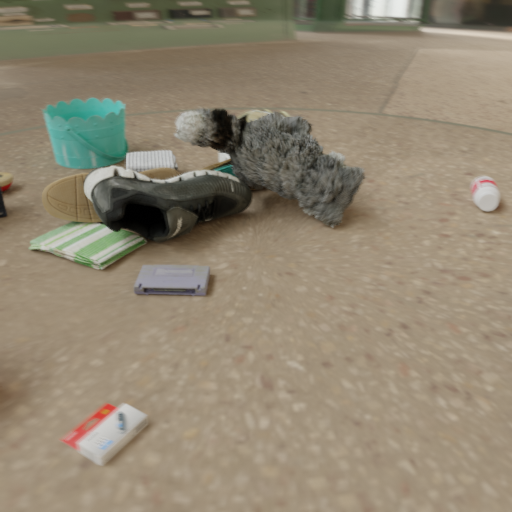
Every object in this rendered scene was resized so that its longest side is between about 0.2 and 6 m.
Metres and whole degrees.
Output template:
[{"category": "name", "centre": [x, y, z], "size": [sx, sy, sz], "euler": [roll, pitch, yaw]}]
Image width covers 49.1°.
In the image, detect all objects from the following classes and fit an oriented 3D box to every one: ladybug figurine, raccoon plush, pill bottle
[{"category": "ladybug figurine", "centre": [-5.945, -1.606, 12.649], "size": [0.685, 0.363, 1.010], "euler": [20, 34, 32]}, {"category": "raccoon plush", "centre": [0.346, -1.605, 10.969], "size": [3.557, 1.721, 2.384], "euler": [-7, 37, -33]}, {"category": "pill bottle", "centre": [4.889, -1.308, 11.941], "size": [0.515, 0.515, 0.918], "euler": [7, 29, 12]}]

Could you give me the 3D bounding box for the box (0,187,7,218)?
[{"category": "box", "centre": [-5.752, -1.245, 11.172], "size": [1.150, 1.130, 0.713], "euler": [-22, 35, -35]}]

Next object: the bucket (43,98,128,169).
[{"category": "bucket", "centre": [-4.349, -3.194, 14.528], "size": [2.118, 1.378, 2.118], "euler": [0, 29, 0]}]

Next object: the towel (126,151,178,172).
[{"category": "towel", "centre": [-2.460, -2.030, 13.221], "size": [1.177, 0.608, 1.421], "euler": [-5, 27, -11]}]

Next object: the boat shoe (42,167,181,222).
[{"category": "boat shoe", "centre": [-2.885, -1.233, 11.406], "size": [2.764, 0.994, 0.896], "euler": [-14, 3, -20]}]

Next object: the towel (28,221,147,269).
[{"category": "towel", "centre": [-3.091, -0.243, 10.329], "size": [1.772, 0.207, 1.352], "euler": [13, 29, 26]}]

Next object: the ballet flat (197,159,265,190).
[{"category": "ballet flat", "centre": [-0.487, -1.838, 12.651], "size": [2.895, 0.982, 1.047], "euler": [-27, 23, -32]}]

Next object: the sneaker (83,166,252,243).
[{"category": "sneaker", "centre": [-1.495, -0.867, 10.586], "size": [3.286, 1.092, 1.487], "euler": [0, 44, -27]}]

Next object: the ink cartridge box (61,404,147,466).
[{"category": "ink cartridge box", "centre": [-1.717, 1.942, 6.318], "size": [0.646, 0.164, 0.733], "euler": [17, 33, 27]}]

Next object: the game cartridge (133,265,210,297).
[{"category": "game cartridge", "centre": [-1.354, 0.393, 9.154], "size": [1.146, 0.220, 0.743], "euler": [1, 24, 2]}]

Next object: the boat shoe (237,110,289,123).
[{"category": "boat shoe", "centre": [0.212, -3.486, 15.531], "size": [0.977, 1.068, 2.858], "euler": [-10, 19, -15]}]

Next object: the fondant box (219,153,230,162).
[{"category": "fondant box", "centre": [-0.021, -2.410, 14.031], "size": [1.602, 0.467, 1.156], "euler": [-9, 30, -18]}]
